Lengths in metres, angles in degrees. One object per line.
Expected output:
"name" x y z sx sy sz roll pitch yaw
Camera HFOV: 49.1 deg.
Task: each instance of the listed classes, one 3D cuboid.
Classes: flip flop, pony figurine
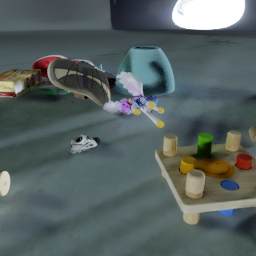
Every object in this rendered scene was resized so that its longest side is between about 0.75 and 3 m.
"flip flop" -1.411 -1.285 8.394 0.764 1.076 2.653 -9 -13 34
"pony figurine" 0.266 -0.730 8.384 1.609 1.388 1.666 26 9 -24

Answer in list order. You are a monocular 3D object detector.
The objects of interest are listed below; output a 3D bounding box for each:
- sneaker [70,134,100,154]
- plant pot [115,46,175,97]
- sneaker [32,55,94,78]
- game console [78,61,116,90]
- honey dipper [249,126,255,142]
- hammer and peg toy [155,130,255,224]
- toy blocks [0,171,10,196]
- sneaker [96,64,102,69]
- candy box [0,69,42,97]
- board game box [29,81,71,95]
"sneaker" -1.009 0.314 6.765 0.311 0.372 0.840 19 28 40
"plant pot" 0.700 -2.451 11.545 2.494 1.680 2.494 -1 23 0
"sneaker" -2.984 -2.654 12.751 2.912 1.141 1.682 -4 22 -5
"game console" -1.448 -2.216 11.871 1.917 0.297 1.695 26 27 1
"honey dipper" 3.135 0.422 6.645 0.303 0.303 1.596 6 27 13
"hammer and peg toy" 1.949 0.763 4.996 2.602 0.917 1.913 -3 23 -7
"toy blocks" -2.825 1.111 4.794 1.230 0.447 1.025 0 24 1
"sneaker" -1.702 -3.148 14.793 0.646 0.393 0.989 0 22 -4
"candy box" -4.693 -1.917 11.582 1.347 0.646 2.335 4 23 8
"board game box" -3.062 -1.657 11.523 1.578 0.230 1.062 7 25 15
